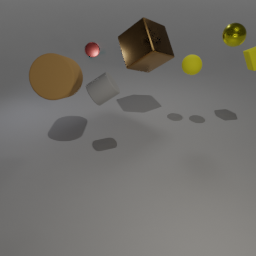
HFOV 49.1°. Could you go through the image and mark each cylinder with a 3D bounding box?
[{"bbox_3d":[-1.751,-3.794,13.601,0.700,0.700,0.700,-5,14,-9],"label":"cylinder"},{"bbox_3d":[-2.274,-1.644,9.064,1.400,1.400,1.400,1,10,2],"label":"cylinder"},{"bbox_3d":[-0.696,-1.097,7.847,0.700,0.700,0.700,-31,27,12],"label":"cylinder"}]

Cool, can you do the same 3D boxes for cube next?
[{"bbox_3d":[4.536,-2.460,9.753,0.700,0.700,0.700,-19,13,12],"label":"cube"},{"bbox_3d":[0.696,-3.127,10.806,1.400,1.400,1.400,-24,-14,39],"label":"cube"}]

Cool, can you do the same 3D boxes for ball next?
[{"bbox_3d":[2.226,-2.200,9.763,0.700,0.700,0.700,0,29,0],"label":"ball"},{"bbox_3d":[3.229,-2.828,8.515,0.700,0.700,0.700,0,29,0],"label":"ball"}]
